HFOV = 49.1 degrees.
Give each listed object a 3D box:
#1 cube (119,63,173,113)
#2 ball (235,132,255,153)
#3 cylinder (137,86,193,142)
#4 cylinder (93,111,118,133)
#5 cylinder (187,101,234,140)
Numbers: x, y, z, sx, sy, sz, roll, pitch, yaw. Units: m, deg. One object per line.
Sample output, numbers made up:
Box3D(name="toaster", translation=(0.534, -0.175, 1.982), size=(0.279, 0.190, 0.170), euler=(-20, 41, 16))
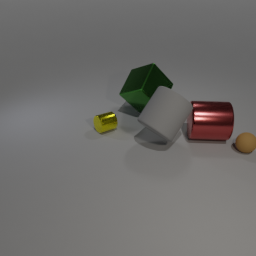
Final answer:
Box3D(name="cube", translation=(0.772, -1.623, 11.712), size=(1.400, 1.400, 1.400), euler=(-3, 55, 50))
Box3D(name="ball", translation=(4.025, 0.495, 9.518), size=(0.700, 0.700, 0.700), euler=(0, 29, 0))
Box3D(name="cylinder", translation=(1.259, -0.473, 9.543), size=(1.400, 1.400, 1.400), euler=(33, -1, 1))
Box3D(name="cylinder", translation=(-0.868, -0.224, 10.798), size=(0.700, 0.700, 0.700), euler=(-18, 34, -32))
Box3D(name="cylinder", translation=(2.937, -0.272, 10.163), size=(1.400, 1.400, 1.400), euler=(2, 29, 3))
